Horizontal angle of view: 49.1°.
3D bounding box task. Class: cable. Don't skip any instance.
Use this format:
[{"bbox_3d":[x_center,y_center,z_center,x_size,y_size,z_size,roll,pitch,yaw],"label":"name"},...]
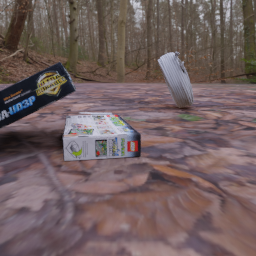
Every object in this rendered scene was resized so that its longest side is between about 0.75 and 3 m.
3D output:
[{"bbox_3d":[2.049,-1.992,11.907,0.844,2.439,2.438,-22,13,7],"label":"cable"}]

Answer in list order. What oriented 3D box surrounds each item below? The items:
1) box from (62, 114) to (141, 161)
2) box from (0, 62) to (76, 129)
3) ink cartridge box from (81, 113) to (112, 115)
[{"bbox_3d":[-0.659,0.102,5.959,1.362,0.430,2.474,-2,11,-10],"label":"box"},{"bbox_3d":[-2.180,-0.612,6.007,2.110,0.611,2.655,-27,13,-5],"label":"box"},{"bbox_3d":[-0.984,-0.363,8.681,0.984,0.281,0.799,-3,4,-1],"label":"ink cartridge box"}]
